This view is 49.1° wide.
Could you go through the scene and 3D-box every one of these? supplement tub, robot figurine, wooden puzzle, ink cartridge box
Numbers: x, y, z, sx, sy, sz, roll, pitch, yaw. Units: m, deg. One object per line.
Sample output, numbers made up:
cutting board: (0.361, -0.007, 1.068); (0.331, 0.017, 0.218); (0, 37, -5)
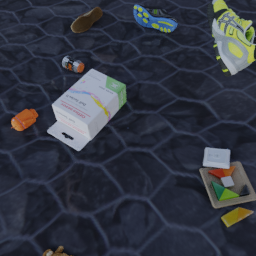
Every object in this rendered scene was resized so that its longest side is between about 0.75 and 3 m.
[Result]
supplement tub: (-2.166, -2.513, 11.119); (0.794, 0.487, 0.487); (25, 57, 18)
robot figurine: (-3.501, -0.270, 9.430); (0.672, 0.545, 0.934); (38, 62, 20)
wooden puzzle: (2.943, 1.632, 8.206); (1.483, 0.257, 2.198); (-14, 54, -10)
ink cartridge box: (-1.417, -0.683, 9.503); (1.563, 0.898, 2.669); (28, 58, 19)

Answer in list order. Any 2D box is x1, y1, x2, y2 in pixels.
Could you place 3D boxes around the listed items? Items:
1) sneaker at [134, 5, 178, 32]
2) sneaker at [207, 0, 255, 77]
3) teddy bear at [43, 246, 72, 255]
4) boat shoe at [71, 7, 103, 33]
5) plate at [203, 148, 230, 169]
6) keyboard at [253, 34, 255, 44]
sneaker: (1.254, -5.083, 12.922); (2.231, 0.791, 0.925); (26, 48, 13)
sneaker: (2.779, -2.524, 7.439); (1.010, 0.997, 2.644); (-20, 55, 27)
teddy bear: (-1.747, 3.267, 6.989); (0.822, 0.274, 0.596); (30, 57, 20)
boat shoe: (-1.983, -4.973, 12.953); (1.787, 0.645, 0.643); (-47, 35, -20)
plate: (2.750, 0.892, 8.676); (0.775, 0.125, 0.773); (4, 44, 19)
keyboard: (5.356, -3.874, 12.300); (2.207, 0.437, 1.149); (33, 37, 23)
